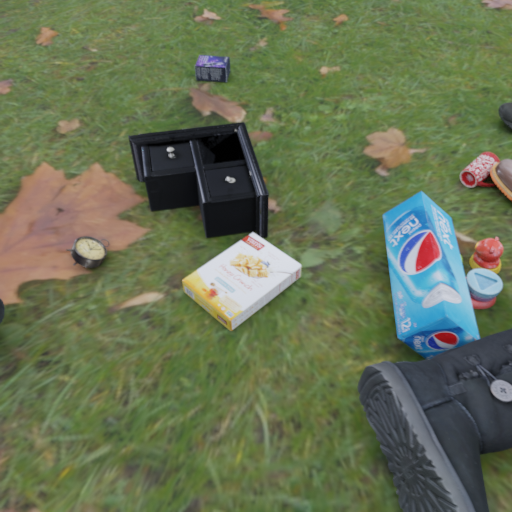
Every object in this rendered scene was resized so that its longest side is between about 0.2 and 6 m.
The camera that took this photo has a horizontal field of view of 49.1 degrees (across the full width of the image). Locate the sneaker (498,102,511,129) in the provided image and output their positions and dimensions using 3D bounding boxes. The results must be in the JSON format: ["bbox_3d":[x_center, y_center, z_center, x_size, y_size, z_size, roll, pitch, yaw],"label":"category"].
[{"bbox_3d":[7.685,-3.770,14.213,2.860,1.298,1.086,4,47,6],"label":"sneaker"}]

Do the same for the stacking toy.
[{"bbox_3d":[4.078,0.199,10.833,1.390,0.648,1.535,13,48,13],"label":"stacking toy"}]

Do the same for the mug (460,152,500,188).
[{"bbox_3d":[5.237,-1.933,12.967,0.844,0.563,0.749,-34,53,-24],"label":"mug"}]

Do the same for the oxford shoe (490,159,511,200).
[{"bbox_3d":[6.661,-1.376,11.885,3.329,1.213,1.187,34,55,25],"label":"oxford shoe"}]

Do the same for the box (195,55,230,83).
[{"bbox_3d":[-1.264,-5.479,16.402,0.932,0.486,0.690,4,46,4],"label":"box"}]

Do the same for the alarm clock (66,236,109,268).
[{"bbox_3d":[-3.306,-0.102,11.275,0.663,0.327,0.984,40,37,6],"label":"alarm clock"}]

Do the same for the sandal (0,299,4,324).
[{"bbox_3d":[-5.302,0.880,9.696,2.586,0.619,0.972,12,70,36],"label":"sandal"}]

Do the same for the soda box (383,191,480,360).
[{"bbox_3d":[3.114,0.307,10.216,1.038,0.982,3.061,35,39,-27],"label":"soda box"}]

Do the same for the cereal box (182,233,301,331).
[{"bbox_3d":[-0.259,0.431,10.786,1.380,0.379,1.918,35,56,30],"label":"cereal box"}]

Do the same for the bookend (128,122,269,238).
[{"bbox_3d":[-1.286,-1.541,12.111,2.659,1.225,2.642,-8,47,-7],"label":"bookend"}]

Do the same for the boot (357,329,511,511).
[{"bbox_3d":[3.839,2.676,8.188,3.882,1.274,3.199,-7,62,-22],"label":"boot"}]
